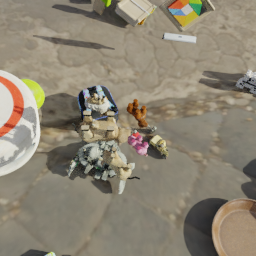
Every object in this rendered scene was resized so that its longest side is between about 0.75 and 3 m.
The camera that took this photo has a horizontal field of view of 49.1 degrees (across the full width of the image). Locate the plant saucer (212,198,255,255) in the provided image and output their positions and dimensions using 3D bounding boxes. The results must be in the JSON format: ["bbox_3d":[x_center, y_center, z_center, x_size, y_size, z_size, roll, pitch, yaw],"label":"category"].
[{"bbox_3d":[2.734,2.487,6.351,1.726,0.316,1.726,0,60,-1],"label":"plant saucer"}]

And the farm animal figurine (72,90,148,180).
[{"bbox_3d":[-0.302,0.168,5.292,1.488,0.785,1.505,17,60,6],"label":"farm animal figurine"}]

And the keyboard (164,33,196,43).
[{"bbox_3d":[1.819,-3.152,9.798,1.115,0.059,0.314,9,55,5],"label":"keyboard"}]

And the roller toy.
[{"bbox_3d":[-3.472,-0.072,6.923,2.600,1.817,2.372,4,63,-12],"label":"roller toy"}]

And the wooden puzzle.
[{"bbox_3d":[1.643,-3.330,7.828,1.192,1.103,0.222,-25,44,37],"label":"wooden puzzle"}]

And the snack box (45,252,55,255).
[{"bbox_3d":[-1.743,3.226,5.930,0.728,0.292,0.863,-29,64,-16],"label":"snack box"}]

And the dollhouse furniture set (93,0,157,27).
[{"bbox_3d":[-0.443,-4.653,10.466,2.717,1.049,1.358,38,58,-1],"label":"dollhouse furniture set"}]

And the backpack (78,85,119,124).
[{"bbox_3d":[-0.875,-0.594,7.880,1.037,0.764,1.136,-19,62,-10],"label":"backpack"}]

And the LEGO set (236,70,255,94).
[{"bbox_3d":[4.771,-1.376,8.134,2.730,1.120,1.041,25,62,14],"label":"LEGO set"}]

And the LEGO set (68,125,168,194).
[{"bbox_3d":[-0.268,0.596,7.192,2.684,0.761,1.743,-35,65,-18],"label":"LEGO set"}]
